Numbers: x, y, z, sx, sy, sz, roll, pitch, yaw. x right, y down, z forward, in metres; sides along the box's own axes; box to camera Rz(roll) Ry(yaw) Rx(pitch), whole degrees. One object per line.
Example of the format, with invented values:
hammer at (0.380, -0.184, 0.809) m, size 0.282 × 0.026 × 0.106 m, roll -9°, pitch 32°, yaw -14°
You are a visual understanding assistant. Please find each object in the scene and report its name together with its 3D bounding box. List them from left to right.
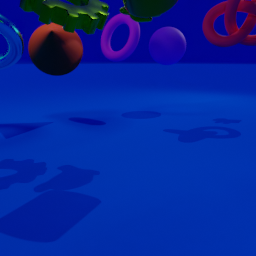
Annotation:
ring at (-3.669, -2.177, 7.047) m, size 1.975 × 0.395 × 1.975 m, roll -7°, pitch -29°, yaw -4°
cone at (-2.076, -2.448, 7.883) m, size 1.649 × 1.649 × 1.655 m, roll -3°, pitch 0°, yaw -11°
gear at (-1.157, -2.293, 5.045) m, size 1.639 × 0.303 × 1.639 m, roll 17°, pitch 41°, yaw -16°
ring at (-0.270, -2.899, 8.979) m, size 1.552 × 1.552 × 0.310 m, roll 12°, pitch 2°, yaw 39°
monkey head at (0.187, -2.336, 4.946) m, size 1.284 × 0.774 × 0.924 m, roll -39°, pitch 44°, yaw -26°
cylinder at (0.255, -2.193, 3.888) m, size 0.895 × 0.895 × 0.895 m, roll 5°, pitch -23°, yaw 17°
ball at (1.396, -2.896, 9.935) m, size 1.310 × 1.310 × 1.310 m, roll 0°, pitch 14°, yaw 0°
knot shape at (3.191, -2.914, 7.633) m, size 1.797 × 1.921 × 0.887 m, roll 33°, pitch 27°, yaw -14°
